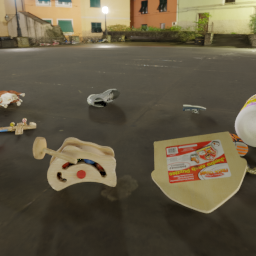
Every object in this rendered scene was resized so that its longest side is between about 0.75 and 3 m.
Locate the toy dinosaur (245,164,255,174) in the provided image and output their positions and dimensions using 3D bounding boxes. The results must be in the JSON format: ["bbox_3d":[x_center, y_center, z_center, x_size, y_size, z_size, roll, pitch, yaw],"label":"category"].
[{"bbox_3d":[3.059,1.024,8.183,1.634,0.388,0.720,27,12,37],"label":"toy dinosaur"}]

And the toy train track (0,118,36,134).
[{"bbox_3d":[-4.868,-0.085,11.254,2.213,0.360,1.269,-7,22,-16],"label":"toy train track"}]

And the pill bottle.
[{"bbox_3d":[5.067,-0.452,10.553,1.529,1.529,2.934,11,23,27],"label":"pill bottle"}]

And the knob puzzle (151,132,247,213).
[{"bbox_3d":[1.845,1.183,7.366,2.713,0.376,2.713,-10,40,8],"label":"knob puzzle"}]

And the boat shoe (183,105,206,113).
[{"bbox_3d":[3.157,-0.894,13.345,1.098,0.340,0.411,6,4,-6],"label":"boat shoe"}]

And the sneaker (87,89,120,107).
[{"bbox_3d":[-1.101,-1.448,14.532,1.829,0.686,1.056,-20,32,-19],"label":"sneaker"}]

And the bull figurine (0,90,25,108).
[{"bbox_3d":[-6.458,-1.445,14.258,1.413,0.758,2.327,14,27,28],"label":"bull figurine"}]

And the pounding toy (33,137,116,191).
[{"bbox_3d":[-1.354,1.107,7.131,2.282,1.305,1.309,15,18,-13],"label":"pounding toy"}]

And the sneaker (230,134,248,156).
[{"bbox_3d":[3.165,0.503,9.515,1.621,0.629,0.908,15,20,6],"label":"sneaker"}]
